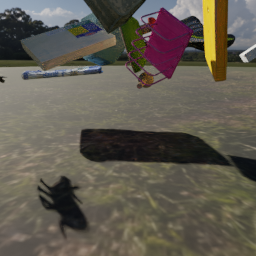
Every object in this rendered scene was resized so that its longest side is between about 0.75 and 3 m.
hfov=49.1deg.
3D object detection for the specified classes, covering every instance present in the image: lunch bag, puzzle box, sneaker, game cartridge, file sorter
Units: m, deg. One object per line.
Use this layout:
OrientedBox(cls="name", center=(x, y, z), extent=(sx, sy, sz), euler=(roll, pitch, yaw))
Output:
OrientedBox(cls="lunch bag", center=(-0.170, -1.757, 3.652), extent=(0.490, 0.683, 0.833), euler=(-42, 9, -28))
OrientedBox(cls="puzzle box", center=(-1.610, -2.335, 7.664), extent=(2.188, 0.278, 1.456), euler=(-27, 49, -23))
OrientedBox(cls="sneaker", center=(2.754, -3.809, 11.086), extent=(2.933, 1.187, 1.084), euler=(16, 1, 22))
OrientedBox(cls="game cartridge", center=(2.240, -2.519, 7.214), extent=(0.357, 2.200, 1.939), euler=(-8, 35, 11))
OrientedBox(cls="file sorter", center=(0.517, -1.487, 5.307), extent=(0.718, 1.145, 0.796), euler=(-31, 67, -34))

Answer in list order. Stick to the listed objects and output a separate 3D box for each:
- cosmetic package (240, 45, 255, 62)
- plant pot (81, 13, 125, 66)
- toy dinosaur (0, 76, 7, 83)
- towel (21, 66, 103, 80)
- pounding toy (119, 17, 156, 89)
OrientedBox(cls="cosmetic package", center=(5.025, -3.028, 11.003), extent=(1.068, 0.395, 0.543), euler=(-34, 8, 9))
OrientedBox(cls="plant pot", center=(-0.939, -3.130, 10.203), extent=(1.475, 1.502, 1.470), euler=(16, -6, -36))
OrientedBox(cls="toy dinosaur", center=(-4.085, -1.559, 8.230), extent=(0.394, 0.524, 1.024), euler=(33, -7, 15))
OrientedBox(cls="towel", center=(-2.415, -2.148, 10.785), extent=(2.866, 0.341, 2.105), euler=(-5, 13, -1))
OrientedBox(cls="pounding toy", center=(0.507, -2.343, 8.162), extent=(1.046, 2.254, 1.740), euler=(-16, 6, 8))
